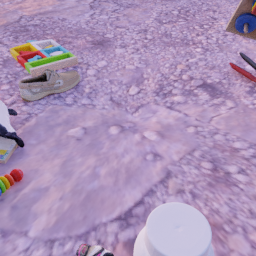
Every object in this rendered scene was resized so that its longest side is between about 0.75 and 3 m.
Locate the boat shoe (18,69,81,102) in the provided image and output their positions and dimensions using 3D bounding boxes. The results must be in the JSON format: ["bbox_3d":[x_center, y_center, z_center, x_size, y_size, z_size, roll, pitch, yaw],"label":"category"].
[{"bbox_3d":[-2.566,-1.589,9.371,2.181,0.708,0.787,-26,45,-30],"label":"boat shoe"}]

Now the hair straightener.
[{"bbox_3d":[4.753,-1.965,9.557,0.579,1.089,2.830,28,18,-37],"label":"hair straightener"}]

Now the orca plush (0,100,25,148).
[{"bbox_3d":[-3.548,-0.094,7.585,2.215,0.787,1.165,38,19,21],"label":"orca plush"}]

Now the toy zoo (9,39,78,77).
[{"bbox_3d":[-3.621,-3.066,11.643,1.949,0.304,2.971,-25,44,-28],"label":"toy zoo"}]

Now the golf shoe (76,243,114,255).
[{"bbox_3d":[-0.614,2.439,4.260,0.647,0.510,1.404,6,38,8],"label":"golf shoe"}]

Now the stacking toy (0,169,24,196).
[{"bbox_3d":[-2.705,1.232,5.958,0.466,0.466,1.092,24,38,28],"label":"stacking toy"}]

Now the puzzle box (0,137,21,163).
[{"bbox_3d":[-3.174,0.526,7.092,0.597,0.114,0.897,6,38,7],"label":"puzzle box"}]

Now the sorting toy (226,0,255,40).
[{"bbox_3d":[3.127,-2.323,6.013,2.864,1.381,0.484,17,59,0],"label":"sorting toy"}]

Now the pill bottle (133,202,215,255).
[{"bbox_3d":[0.589,1.906,3.826,1.039,1.872,1.039,0,37,0],"label":"pill bottle"}]
